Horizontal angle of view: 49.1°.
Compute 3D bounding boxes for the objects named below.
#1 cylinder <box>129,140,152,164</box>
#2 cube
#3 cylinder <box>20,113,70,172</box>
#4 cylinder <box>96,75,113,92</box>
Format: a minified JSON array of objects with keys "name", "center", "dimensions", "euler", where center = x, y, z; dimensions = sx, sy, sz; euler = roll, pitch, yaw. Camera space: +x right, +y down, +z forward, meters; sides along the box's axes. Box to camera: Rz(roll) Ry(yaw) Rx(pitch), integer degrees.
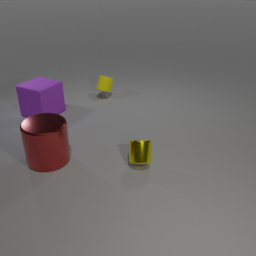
[{"name":"cylinder","center":[0.390,0.731,8.788],"dimensions":[0.700,0.700,0.700],"euler":[1,1,0]},{"name":"cube","center":[-3.765,-1.285,12.211],"dimensions":[1.400,1.400,1.400],"euler":[14,31,25]},{"name":"cylinder","center":[-2.609,0.437,8.946],"dimensions":[1.400,1.400,1.400],"euler":[1,31,-1]},{"name":"cylinder","center":[-1.146,-2.180,13.835],"dimensions":[0.700,0.700,0.700],"euler":[15,8,-2]}]
